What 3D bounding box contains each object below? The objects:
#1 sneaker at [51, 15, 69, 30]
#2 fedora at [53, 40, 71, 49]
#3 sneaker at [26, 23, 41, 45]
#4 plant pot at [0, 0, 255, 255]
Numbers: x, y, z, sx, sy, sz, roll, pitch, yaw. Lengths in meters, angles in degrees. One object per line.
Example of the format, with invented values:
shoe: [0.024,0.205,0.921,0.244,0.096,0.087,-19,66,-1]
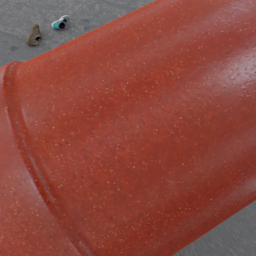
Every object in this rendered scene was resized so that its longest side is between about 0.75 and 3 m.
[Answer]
sneaker: [-2.608,-4.260,11.348,0.533,0.369,0.882,29,61,31]
fedora: [-1.038,-1.140,7.699,2.637,1.346,2.981,-9,46,-8]
sneaker: [-3.520,-3.533,10.720,0.463,0.432,1.226,14,50,-11]
plant pot: [0.140,0.055,3.021,2.791,2.870,2.870,-30,49,4]
